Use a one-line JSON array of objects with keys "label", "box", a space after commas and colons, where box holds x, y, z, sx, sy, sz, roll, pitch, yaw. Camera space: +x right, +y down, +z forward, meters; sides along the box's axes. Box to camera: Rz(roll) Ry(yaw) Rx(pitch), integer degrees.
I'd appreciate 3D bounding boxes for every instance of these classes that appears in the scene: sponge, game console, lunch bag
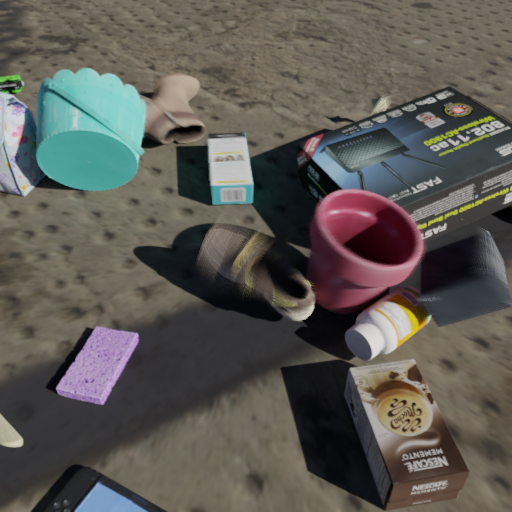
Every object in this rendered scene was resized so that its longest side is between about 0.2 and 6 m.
[{"label": "sponge", "box": [-2.028, 1.389, 7.258, 0.613, 0.164, 1.100, 10, 41, 11]}, {"label": "game console", "box": [-1.573, 2.595, 5.317, 1.389, 0.824, 1.197, 20, 44, 21]}, {"label": "lunch bag", "box": [-4.866, -2.122, 10.135, 1.544, 1.821, 1.158, 11, 41, 12]}]

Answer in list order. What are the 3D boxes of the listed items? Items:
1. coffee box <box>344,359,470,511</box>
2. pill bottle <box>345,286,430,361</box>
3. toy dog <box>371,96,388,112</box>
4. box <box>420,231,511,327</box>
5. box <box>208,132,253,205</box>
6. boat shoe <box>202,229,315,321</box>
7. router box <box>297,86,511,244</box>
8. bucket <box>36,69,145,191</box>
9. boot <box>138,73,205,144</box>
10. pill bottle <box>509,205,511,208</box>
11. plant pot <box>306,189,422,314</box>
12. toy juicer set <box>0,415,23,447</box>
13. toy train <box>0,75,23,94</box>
[{"label": "coffee box", "box": [1.617, 1.949, 6.260, 0.838, 0.592, 1.483, -7, 41, -8]}, {"label": "pill bottle", "box": [1.738, 0.910, 7.460, 1.136, 0.631, 0.631, -29, 48, -30]}, {"label": "toy dog", "box": [2.677, -3.205, 11.983, 0.249, 0.357, 0.346, -17, 63, 41]}, {"label": "box", "box": [2.680, 0.298, 7.249, 0.951, 0.589, 0.935, -23, 25, 30]}, {"label": "box", "box": [-0.509, -1.685, 10.579, 0.752, 0.449, 1.827, -3, 41, -4]}, {"label": "boat shoe", "box": [0.012, 0.155, 7.735, 1.880, 0.560, 0.675, 37, 69, 17]}, {"label": "router box", "box": [2.715, -1.504, 9.610, 3.341, 1.038, 2.504, -23, 45, -11]}, {"label": "bucket", "box": [-2.955, -2.179, 10.020, 2.016, 2.016, 1.311, -3, 62, -4]}, {"label": "boot", "box": [-1.741, -3.148, 12.258, 2.440, 0.857, 1.784, -30, 56, -34]}, {"label": "pill bottle", "box": [4.748, -0.965, 9.742, 0.559, 0.559, 0.994, -16, 43, -18]}, {"label": "plant pot", "box": [1.337, 0.041, 7.763, 1.483, 1.327, 1.483, 10, 46, -11]}, {"label": "toy juicer set", "box": [-3.628, 2.196, 6.062, 2.262, 0.616, 1.439, -21, 28, -16]}, {"label": "toy train", "box": [-6.715, -4.070, 13.566, 2.065, 0.431, 0.582, -12, 32, -14]}]
